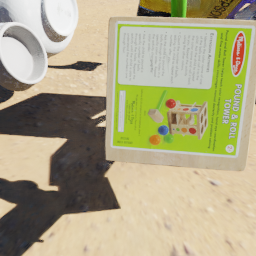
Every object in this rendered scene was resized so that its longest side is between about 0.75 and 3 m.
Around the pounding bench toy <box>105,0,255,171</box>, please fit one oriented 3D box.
[{"bbox_3d":[0.664,-0.968,3.786,1.550,2.496,1.946,4,12,6],"label":"pounding bench toy"}]

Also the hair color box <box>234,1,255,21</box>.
[{"bbox_3d":[3.064,-2.090,5.169,2.506,0.812,1.370,-18,42,58],"label":"hair color box"}]

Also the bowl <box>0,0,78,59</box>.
[{"bbox_3d":[-2.391,-3.358,8.065,1.336,2.973,2.973,8,34,26],"label":"bowl"}]

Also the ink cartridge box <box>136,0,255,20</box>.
[{"bbox_3d":[1.744,-3.012,6.957,2.971,0.698,2.936,19,-3,-1],"label":"ink cartridge box"}]

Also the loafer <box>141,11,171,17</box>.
[{"bbox_3d":[1.066,-2.216,6.434,1.769,0.621,0.601,20,-4,16],"label":"loafer"}]

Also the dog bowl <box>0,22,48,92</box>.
[{"bbox_3d":[-2.142,-1.416,5.492,0.398,1.358,1.358,-7,28,29],"label":"dog bowl"}]
